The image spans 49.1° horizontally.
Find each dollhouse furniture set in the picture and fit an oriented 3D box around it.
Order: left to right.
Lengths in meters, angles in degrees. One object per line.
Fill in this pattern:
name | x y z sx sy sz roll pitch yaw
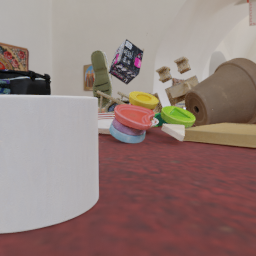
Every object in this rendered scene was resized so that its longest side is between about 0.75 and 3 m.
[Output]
dollhouse furniture set | 2.045 -1.464 12.867 2.725 2.504 1.773 -22 -5 26

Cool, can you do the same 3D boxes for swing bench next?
swing bench | -0.111 -1.109 14.419 2.298 1.491 2.286 9 8 27

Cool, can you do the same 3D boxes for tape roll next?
tape roll | -0.938 0.185 2.478 1.367 0.939 1.367 0 4 0

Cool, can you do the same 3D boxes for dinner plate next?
dinner plate | -0.364 -0.139 8.493 2.569 0.311 2.569 3 12 -1

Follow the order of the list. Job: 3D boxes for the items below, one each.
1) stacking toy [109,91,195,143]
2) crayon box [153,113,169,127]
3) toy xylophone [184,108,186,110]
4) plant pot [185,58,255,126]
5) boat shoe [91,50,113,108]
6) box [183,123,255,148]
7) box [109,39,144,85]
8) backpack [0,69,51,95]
stacking toy | 0.559 -0.043 6.659 1.776 0.829 1.962 22 27 13
crayon box | 0.409 -0.330 10.635 1.487 0.502 1.723 -4 7 -41
toy xylophone | 3.600 -0.837 16.096 2.165 0.544 1.585 4 7 41
plant pot | 3.148 -0.942 9.525 2.108 2.418 2.418 -21 11 -16
boat shoe | -1.224 -2.473 14.370 1.072 2.869 0.981 -1 7 16
box | 2.999 0.159 6.271 2.402 0.313 2.938 -6 8 -44
box | -0.060 -2.227 9.437 0.816 1.234 0.708 30 -42 -22
backpack | -4.504 -1.161 10.094 2.895 2.180 2.570 12 9 9
